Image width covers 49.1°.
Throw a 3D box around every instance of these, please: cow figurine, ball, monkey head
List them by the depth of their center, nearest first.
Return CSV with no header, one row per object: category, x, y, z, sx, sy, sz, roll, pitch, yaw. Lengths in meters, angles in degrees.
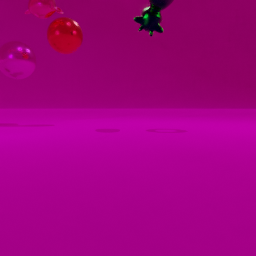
cow figurine,0.699,-2.859,6.286,0.755,1.354,1.376,22,-5,-6
monkey head,-2.343,-3.533,7.969,1.324,0.798,0.953,9,25,23
ball,-1.885,-2.758,8.394,1.063,1.063,1.063,0,4,0
ball,-3.650,-2.221,9.201,1.224,1.224,1.224,0,4,0
